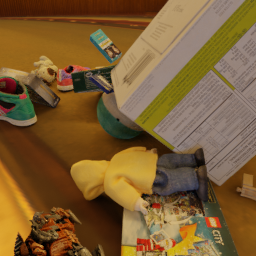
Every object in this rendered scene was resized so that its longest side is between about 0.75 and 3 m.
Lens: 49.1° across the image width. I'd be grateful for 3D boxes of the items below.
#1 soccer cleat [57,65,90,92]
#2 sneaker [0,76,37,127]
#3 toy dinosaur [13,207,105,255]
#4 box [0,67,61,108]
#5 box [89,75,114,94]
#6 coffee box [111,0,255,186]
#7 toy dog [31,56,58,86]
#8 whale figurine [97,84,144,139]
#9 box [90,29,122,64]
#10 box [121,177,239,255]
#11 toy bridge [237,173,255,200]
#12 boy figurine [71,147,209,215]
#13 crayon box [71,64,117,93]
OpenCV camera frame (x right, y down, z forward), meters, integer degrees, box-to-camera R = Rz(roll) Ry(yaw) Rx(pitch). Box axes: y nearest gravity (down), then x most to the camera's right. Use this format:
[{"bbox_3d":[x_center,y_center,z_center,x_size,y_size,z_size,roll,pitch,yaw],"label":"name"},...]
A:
[{"bbox_3d":[-2.199,-2.335,11.978,0.852,0.914,2.498,10,28,18],"label":"soccer cleat"},{"bbox_3d":[-3.876,-0.920,8.625,2.279,1.376,0.953,11,29,22],"label":"sneaker"},{"bbox_3d":[-1.011,1.893,3.225,1.916,1.442,2.823,7,1,-23],"label":"toy dinosaur"},{"bbox_3d":[-3.404,-1.383,9.606,1.796,1.422,0.434,16,70,31],"label":"box"},{"bbox_3d":[-0.593,-1.026,6.575,0.542,0.145,0.895,40,13,1],"label":"box"},{"bbox_3d":[1.628,-1.113,6.102,2.822,2.853,2.849,36,17,-20],"label":"coffee box"},{"bbox_3d":[-3.544,-2.338,12.182,1.345,0.968,1.387,33,15,-22],"label":"toy dog"},{"bbox_3d":[-0.097,-0.501,8.025,1.798,1.173,2.260,39,24,-5],"label":"whale figurine"},{"bbox_3d":[-0.558,-2.029,6.965,0.344,0.205,0.835,-40,85,-19],"label":"box"},{"bbox_3d":[0.728,1.661,4.487,1.637,0.452,2.397,1,27,2],"label":"box"},{"bbox_3d":[3.239,1.412,5.145,2.356,0.321,0.792,10,29,19],"label":"toy bridge"},{"bbox_3d":[0.153,0.914,4.995,2.469,0.795,1.535,-7,33,10],"label":"boy figurine"},{"bbox_3d":[-0.665,-1.677,9.712,1.674,0.687,2.663,-7,6,12],"label":"crayon box"}]
